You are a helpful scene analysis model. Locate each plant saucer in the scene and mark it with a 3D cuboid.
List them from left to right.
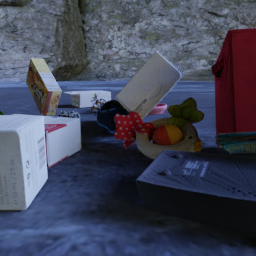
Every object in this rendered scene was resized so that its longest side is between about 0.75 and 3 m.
[{"bbox_3d":[1.067,-0.937,13.541,1.625,0.412,1.625,0,13,0],"label":"plant saucer"}]

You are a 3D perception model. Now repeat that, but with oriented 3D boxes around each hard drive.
[{"bbox_3d":[1.698,0.916,4.360,2.788,0.590,1.880,5,13,20],"label":"hard drive"}]

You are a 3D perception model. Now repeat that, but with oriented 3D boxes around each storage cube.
[{"bbox_3d":[3.361,-0.784,6.676,2.592,2.330,2.215,-1,-11,8],"label":"storage cube"}]

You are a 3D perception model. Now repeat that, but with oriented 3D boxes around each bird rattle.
[{"bbox_3d":[0.848,0.087,7.100,2.362,1.331,1.926,-5,29,-9],"label":"bird rattle"}]

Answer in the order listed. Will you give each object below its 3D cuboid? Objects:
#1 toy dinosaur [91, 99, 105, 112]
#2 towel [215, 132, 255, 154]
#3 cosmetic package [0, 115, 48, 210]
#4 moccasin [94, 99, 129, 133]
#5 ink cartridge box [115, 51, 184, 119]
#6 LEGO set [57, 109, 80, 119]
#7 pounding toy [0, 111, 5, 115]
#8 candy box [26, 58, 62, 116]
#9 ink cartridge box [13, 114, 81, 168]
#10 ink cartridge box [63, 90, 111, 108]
[{"bbox_3d":[-1.174,-0.981,13.638,1.235,0.703,2.326,14,10,-38],"label":"toy dinosaur"},{"bbox_3d":[2.798,0.346,5.781,1.637,0.242,2.233,-4,-12,25],"label":"towel"},{"bbox_3d":[-2.267,0.506,4.627,1.523,1.274,1.267,-1,13,-1],"label":"cosmetic package"},{"bbox_3d":[-0.427,-0.542,10.128,1.202,1.019,2.987,-6,12,-20],"label":"moccasin"},{"bbox_3d":[0.694,-1.281,8.977,1.062,1.823,2.519,42,8,1],"label":"ink cartridge box"},{"bbox_3d":[-2.547,-0.502,11.345,1.076,0.469,1.656,3,12,15],"label":"LEGO set"},{"bbox_3d":[-5.637,-0.682,10.275,2.719,1.262,2.099,12,17,43],"label":"pounding toy"},{"bbox_3d":[-3.037,-1.478,9.955,0.532,1.110,1.923,-7,49,-37],"label":"candy box"},{"bbox_3d":[-2.427,0.229,6.901,2.081,0.862,1.527,4,14,18],"label":"ink cartridge box"},{"bbox_3d":[-2.340,-1.670,15.983,2.413,0.818,1.389,-7,14,-30],"label":"ink cartridge box"}]
